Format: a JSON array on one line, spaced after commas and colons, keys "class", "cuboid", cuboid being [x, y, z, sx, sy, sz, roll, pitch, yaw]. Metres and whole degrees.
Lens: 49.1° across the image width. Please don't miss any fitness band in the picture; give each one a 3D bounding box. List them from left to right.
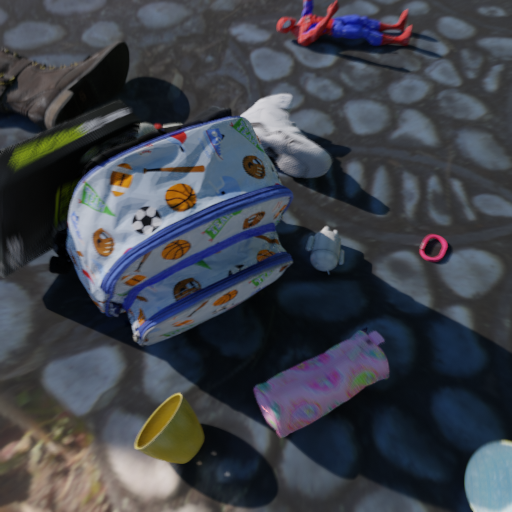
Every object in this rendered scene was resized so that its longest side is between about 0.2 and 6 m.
[{"class": "fitness band", "cuboid": [3.111, -0.129, 9.825, 0.403, 0.105, 0.561, 26, 59, 14]}]

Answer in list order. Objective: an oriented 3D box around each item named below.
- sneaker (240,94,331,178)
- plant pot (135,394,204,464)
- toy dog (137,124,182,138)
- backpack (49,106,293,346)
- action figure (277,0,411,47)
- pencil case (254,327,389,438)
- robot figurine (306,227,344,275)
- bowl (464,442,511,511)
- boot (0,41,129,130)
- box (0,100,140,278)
[{"class": "sneaker", "cuboid": [0.604, -2.407, 10.870, 2.340, 0.879, 1.345, 24, 61, 26]}, {"class": "plant pot", "cuboid": [-1.097, 2.431, 7.599, 0.640, 0.902, 0.902, 45, 60, -11]}, {"class": "toy dog", "cuboid": [-1.560, -2.067, 10.620, 1.763, 1.163, 0.849, -13, 90, -24]}, {"class": "backpack", "cuboid": [-1.067, -0.376, 8.001, 3.528, 3.361, 2.718, -32, 77, -20]}, {"class": "action figure", "cuboid": [2.039, -5.669, 12.990, 3.093, 1.531, 1.009, -2, 54, 2]}, {"class": "pencil case", "cuboid": [0.953, 1.764, 7.916, 1.948, 0.852, 0.852, -26, 58, -10]}, {"class": "robot figurine", "cuboid": [1.182, -0.090, 9.557, 0.714, 0.475, 0.842, 20, 55, -9]}, {"class": "bowl", "cuboid": [3.314, 2.998, 7.214, 0.571, 1.061, 1.061, 28, 45, -34]}, {"class": "boot", "cuboid": [-4.474, -3.915, 11.951, 2.634, 1.047, 3.026, 25, 60, 16]}, {"class": "box", "cuboid": [-3.072, -1.020, 8.762, 0.594, 2.501, 2.415, 44, 52, 8]}]
